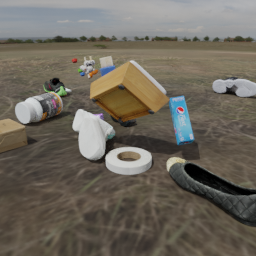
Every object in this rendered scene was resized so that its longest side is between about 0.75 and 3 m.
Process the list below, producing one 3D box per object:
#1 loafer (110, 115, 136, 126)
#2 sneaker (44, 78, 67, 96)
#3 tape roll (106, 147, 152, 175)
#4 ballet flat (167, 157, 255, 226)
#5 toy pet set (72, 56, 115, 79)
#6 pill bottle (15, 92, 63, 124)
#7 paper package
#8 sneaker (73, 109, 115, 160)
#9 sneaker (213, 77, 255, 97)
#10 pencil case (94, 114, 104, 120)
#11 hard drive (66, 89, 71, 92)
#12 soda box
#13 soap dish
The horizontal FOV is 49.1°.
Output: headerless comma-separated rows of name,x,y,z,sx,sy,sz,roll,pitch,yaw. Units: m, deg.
loafer,-0.258,-0.483,11.764,0.560,0.564,1.548,-3,28,-34
sneaker,-4.280,-2.524,16.564,0.908,0.991,2.366,-16,25,-36
tape roll,0.027,0.936,8.205,1.367,0.250,1.367,-1,20,0
ballet flat,1.984,1.233,6.579,0.935,0.799,2.814,-14,24,-33
toy pet set,-1.447,-2.508,12.981,1.840,1.047,1.971,-11,-9,2
pill bottle,-3.754,-0.850,11.917,1.068,1.068,1.836,11,23,28
paper package,-4.260,0.251,9.446,1.319,0.682,1.257,19,27,40
sneaker,-0.971,0.176,9.390,1.296,1.102,2.930,17,17,-24
sneaker,6.493,-2.511,16.478,2.660,1.004,1.514,14,26,39
pencil case,-1.567,-0.408,11.545,1.126,0.481,0.472,7,18,14
hard drive,-3.921,-2.337,17.364,0.504,0.100,0.764,-16,26,-37
soda box,1.561,-0.218,8.258,0.440,1.370,0.465,-9,-16,2
soap dish,-0.059,-0.945,8.168,2.042,1.607,0.830,-15,43,52
